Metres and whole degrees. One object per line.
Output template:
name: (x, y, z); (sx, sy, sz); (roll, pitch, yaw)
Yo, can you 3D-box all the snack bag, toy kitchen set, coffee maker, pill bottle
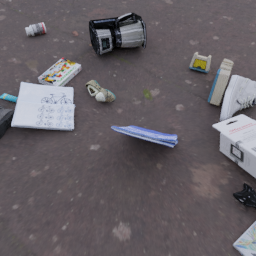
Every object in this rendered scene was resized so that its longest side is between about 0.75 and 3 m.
snack bag: (-3.401, -0.973, 11.678); (2.384, 0.271, 2.528); (4, 51, -12)
toy kitchen set: (3.548, -2.325, 12.726); (1.915, 1.408, 2.390); (19, 33, 16)
coffee maker: (-0.629, -4.845, 14.536); (2.636, 1.775, 2.532); (-12, 19, -11)
pill bottle: (-5.118, -5.458, 15.547); (1.039, 0.575, 0.575); (-19, 53, -16)

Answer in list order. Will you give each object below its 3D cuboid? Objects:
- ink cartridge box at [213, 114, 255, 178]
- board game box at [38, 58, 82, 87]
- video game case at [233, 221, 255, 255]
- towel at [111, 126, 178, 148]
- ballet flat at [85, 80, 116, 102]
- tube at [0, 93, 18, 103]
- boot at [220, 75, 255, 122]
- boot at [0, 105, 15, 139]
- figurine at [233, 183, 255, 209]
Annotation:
ink cartridge box: (4.416, 0.612, 9.969); (1.558, 0.897, 2.690); (-19, 32, -15)
board game box: (-3.210, -2.583, 13.313); (1.150, 0.315, 1.821); (24, 54, 18)
video game case: (3.991, 3.529, 8.329); (1.287, 0.142, 1.173); (-32, 57, -24)
towel: (0.716, 0.200, 9.725); (2.060, 2.845, 0.339); (14, 92, 11)
ballet flat: (-1.295, -1.531, 12.269); (0.654, 0.590, 1.738); (-30, 51, -27)
tube: (-5.212, -1.327, 12.358); (0.942, 0.237, 0.365); (15, 39, 18)
boot: (4.767, -1.198, 11.662); (1.377, 1.060, 2.881); (15, 51, 21)
boot: (-5.496, -0.173, 11.140); (1.365, 0.724, 2.073); (19, 41, 17)
figurine: (4.763, 2.178, 9.075); (2.024, 0.871, 1.975); (-36, 55, -27)
